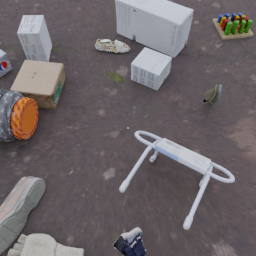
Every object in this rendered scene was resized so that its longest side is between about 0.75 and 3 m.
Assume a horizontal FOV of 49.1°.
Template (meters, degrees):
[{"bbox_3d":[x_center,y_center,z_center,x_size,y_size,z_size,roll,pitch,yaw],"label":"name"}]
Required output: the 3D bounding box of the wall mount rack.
[{"bbox_3d":[1.069,1.073,6.622,2.620,0.977,2.277,26,19,16],"label":"wall mount rack"}]

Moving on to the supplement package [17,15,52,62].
[{"bbox_3d":[-3.224,-3.100,9.827,0.719,1.297,1.010,-1,55,0],"label":"supplement package"}]

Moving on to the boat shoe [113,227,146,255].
[{"bbox_3d":[0.149,2.473,5.846,0.567,1.222,0.456,41,97,24],"label":"boat shoe"}]

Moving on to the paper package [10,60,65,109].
[{"bbox_3d":[-2.830,-1.422,9.015,1.368,0.743,1.435,6,55,4],"label":"paper package"}]

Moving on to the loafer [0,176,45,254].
[{"bbox_3d":[-2.814,2.052,6.738,0.650,0.743,2.066,8,47,27],"label":"loafer"}]

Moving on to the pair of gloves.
[{"bbox_3d":[-2.027,3.326,5.990,1.711,0.353,2.012,15,56,10],"label":"pair of gloves"}]

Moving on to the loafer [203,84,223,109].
[{"bbox_3d":[2.469,-0.922,8.270,0.394,1.130,0.425,17,67,6],"label":"loafer"}]

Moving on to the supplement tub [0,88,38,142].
[{"bbox_3d":[-3.902,-0.426,7.887,2.398,1.469,1.469,9,56,5],"label":"supplement tub"}]

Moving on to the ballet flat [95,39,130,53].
[{"bbox_3d":[-0.577,-3.046,10.331,1.307,0.418,0.494,4,55,2],"label":"ballet flat"}]

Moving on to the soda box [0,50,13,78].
[{"bbox_3d":[-5.103,-2.619,9.835,2.193,0.749,0.696,33,61,21],"label":"soda box"}]

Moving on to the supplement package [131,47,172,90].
[{"bbox_3d":[0.771,-1.982,9.388,1.024,0.753,0.979,26,59,17],"label":"supplement package"}]

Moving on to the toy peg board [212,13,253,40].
[{"bbox_3d":[4.161,-4.138,10.965,1.243,0.608,1.237,-7,56,-5],"label":"toy peg board"}]

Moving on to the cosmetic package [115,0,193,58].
[{"bbox_3d":[0.909,-3.868,10.263,2.644,1.492,1.073,30,61,21],"label":"cosmetic package"}]
